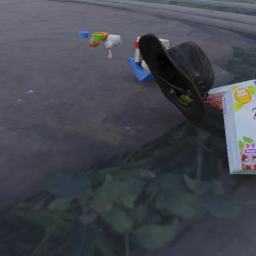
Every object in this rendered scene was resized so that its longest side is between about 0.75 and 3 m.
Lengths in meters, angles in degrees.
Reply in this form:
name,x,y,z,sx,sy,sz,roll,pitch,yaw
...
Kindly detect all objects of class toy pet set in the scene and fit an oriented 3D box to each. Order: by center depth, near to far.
name,x,y,z,sx,sy,sz,roll,pitch,yaw
toy pet set,0.119,-2.497,10.235,2.974,1.579,2.777,24,28,37

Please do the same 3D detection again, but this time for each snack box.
name,x,y,z,sx,sy,sz,roll,pitch,yaw
snack box,3.419,0.044,6.280,2.286,0.774,1.928,1,73,-1

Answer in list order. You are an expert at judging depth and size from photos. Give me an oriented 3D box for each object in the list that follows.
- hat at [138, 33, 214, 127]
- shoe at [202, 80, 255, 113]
name,x,y,z,sx,sy,sz,roll,pitch,yaw
hat,1.570,-1.493,7.578,1.180,2.926,2.926,-35,38,-2
shoe,2.772,-0.720,8.321,2.103,0.957,0.751,-10,2,33
